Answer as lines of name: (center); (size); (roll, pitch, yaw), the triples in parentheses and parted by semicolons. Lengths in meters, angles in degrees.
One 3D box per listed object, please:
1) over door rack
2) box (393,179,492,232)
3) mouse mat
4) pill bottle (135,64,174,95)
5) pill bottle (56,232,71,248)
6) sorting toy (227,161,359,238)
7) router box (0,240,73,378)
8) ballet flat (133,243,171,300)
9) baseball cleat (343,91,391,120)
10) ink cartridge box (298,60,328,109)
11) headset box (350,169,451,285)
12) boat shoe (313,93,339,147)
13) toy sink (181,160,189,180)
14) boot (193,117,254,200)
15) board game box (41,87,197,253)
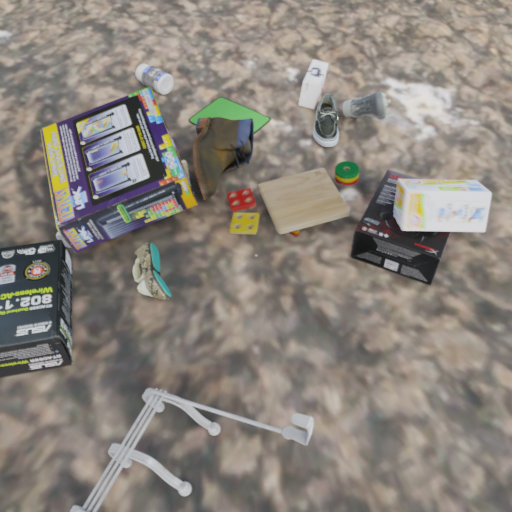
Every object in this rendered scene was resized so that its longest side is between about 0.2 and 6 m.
over door rack: (-0.815, 3.091, 7.645); (2.940, 0.979, 2.172); (2, 44, 30)
box: (3.336, -0.925, 10.183); (1.495, 0.758, 0.841); (1, 23, 1)
mouse mat: (-0.670, -3.462, 14.243); (1.731, 0.065, 1.392); (30, 55, 22)
pill bottle: (-2.743, -4.774, 15.063); (0.985, 0.561, 0.561); (33, 56, 25)
pill bottle: (-3.681, -0.552, 11.413); (0.420, 0.420, 0.769); (19, 51, 16)
sorting toy: (0.871, -1.017, 11.691); (3.098, 0.524, 1.494); (-15, 48, -8)
router box: (-4.760, 0.996, 9.693); (3.002, 0.933, 2.250); (-10, 49, -8)
ballet flat: (-2.025, 0.387, 10.602); (0.585, 0.527, 1.553); (-30, 46, 4)
baseball cleat: (2.645, -3.576, 13.626); (1.002, 0.656, 1.882); (-8, 9, 5)
ink cartridge box: (1.493, -4.472, 14.626); (0.458, 0.786, 1.085); (17, 50, 6)
headset box: (3.087, -0.699, 11.248); (1.668, 0.865, 2.241); (21, 53, 18)
boat shoe: (1.702, -3.385, 13.793); (0.624, 0.614, 1.731); (0, 49, 0)
toy sink: (-2.127, -1.803, 12.310); (1.137, 0.741, 0.637); (-22, 52, -17)
boot: (-0.678, -2.312, 12.475); (1.292, 0.996, 2.665); (-7, 48, 5)
board game box: (-2.851, -1.829, 11.356); (2.552, 0.875, 3.088); (-22, 53, -2)
